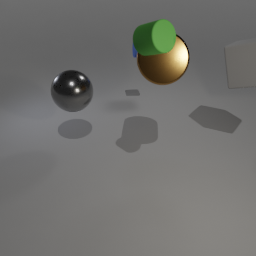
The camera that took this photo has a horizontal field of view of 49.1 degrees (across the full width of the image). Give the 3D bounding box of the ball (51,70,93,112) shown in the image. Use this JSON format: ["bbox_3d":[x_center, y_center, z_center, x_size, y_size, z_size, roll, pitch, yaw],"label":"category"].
[{"bbox_3d":[-1.863,-1.232,9.364,1.400,1.400,1.400,0,31,0],"label":"ball"}]

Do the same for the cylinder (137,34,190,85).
[{"bbox_3d":[0.952,-2.004,8.046,1.400,1.400,1.400,1,15,2],"label":"cylinder"}]

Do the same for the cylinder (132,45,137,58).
[{"bbox_3d":[0.580,-3.360,11.912,0.700,0.700,0.700,-2,31,-7],"label":"cylinder"}]

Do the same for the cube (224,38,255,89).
[{"bbox_3d":[4.150,-2.187,9.268,1.400,1.400,1.400,1,22,37],"label":"cube"}]

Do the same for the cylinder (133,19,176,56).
[{"bbox_3d":[0.581,-1.993,6.224,0.700,0.700,0.700,-22,19,-32],"label":"cylinder"}]
